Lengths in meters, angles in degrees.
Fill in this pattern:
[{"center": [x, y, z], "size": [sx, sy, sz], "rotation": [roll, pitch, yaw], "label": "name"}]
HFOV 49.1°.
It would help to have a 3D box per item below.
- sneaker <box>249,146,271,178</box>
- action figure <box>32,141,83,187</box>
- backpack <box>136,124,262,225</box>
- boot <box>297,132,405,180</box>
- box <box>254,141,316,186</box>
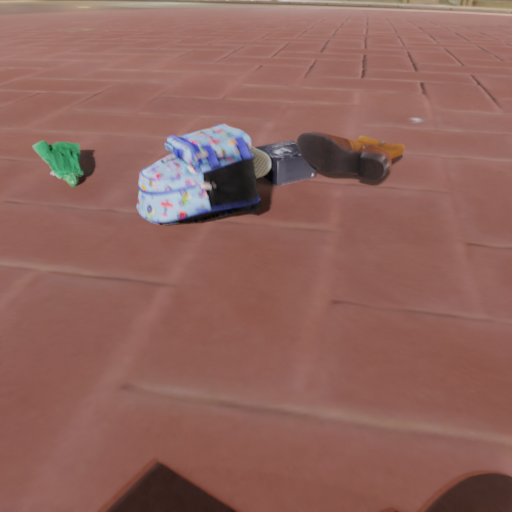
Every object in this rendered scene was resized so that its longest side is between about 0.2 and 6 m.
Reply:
[{"center": [-0.724, -2.353, 12.972], "size": [2.273, 0.840, 0.931], "rotation": [8, 34, 9], "label": "sneaker"}, {"center": [-4.550, -2.160, 13.280], "size": [1.110, 0.514, 1.880], "rotation": [-13, 39, -24], "label": "action figure"}, {"center": [-1.297, -1.554, 11.095], "size": [2.315, 1.557, 2.113], "rotation": [-16, 25, -13], "label": "backpack"}, {"center": [2.224, -2.557, 12.900], "size": [2.128, 0.774, 2.261], "rotation": [15, 29, 18], "label": "boot"}, {"center": [0.678, -2.208, 13.228], "size": [1.081, 0.646, 1.099], "rotation": [-16, 35, -26], "label": "box"}]
